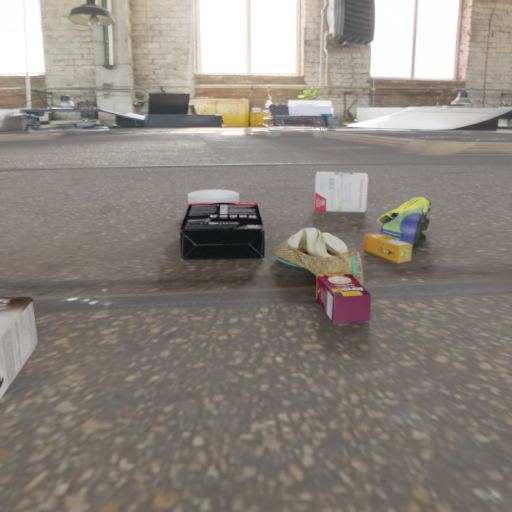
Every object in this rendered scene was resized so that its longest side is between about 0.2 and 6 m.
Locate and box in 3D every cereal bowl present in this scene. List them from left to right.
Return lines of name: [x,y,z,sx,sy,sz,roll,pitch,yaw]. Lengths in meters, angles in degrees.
cereal bowl: [-1.147,-1.402,15.098,1.368,0.570,1.368,0,17,0]

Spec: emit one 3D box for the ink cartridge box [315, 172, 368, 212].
ink cartridge box: [2.343,-1.774,15.526,1.409,1.040,0.603,3,18,6]

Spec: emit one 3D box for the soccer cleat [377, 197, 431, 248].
soccer cleat: [3.339,-0.862,12.713,1.100,0.851,2.631,12,20,13]

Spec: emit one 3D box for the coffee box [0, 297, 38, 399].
coffee box: [-3.306,1.104,6.475,1.006,0.710,1.780,-1,17,-5]

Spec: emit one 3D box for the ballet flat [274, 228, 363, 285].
ballet flat: [1.131,-0.070,10.205,0.878,0.813,2.492,-5,17,-30]

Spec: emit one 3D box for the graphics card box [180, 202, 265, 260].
graphics card box: [-0.717,-0.601,12.203,1.707,0.692,2.721,0,15,-4]

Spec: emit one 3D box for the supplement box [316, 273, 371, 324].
supplement box: [1.308,0.629,8.522,0.570,0.442,1.032,-2,17,-8]

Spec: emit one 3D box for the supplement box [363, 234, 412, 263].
supplement box: [2.656,-0.168,11.351,0.371,0.359,1.078,-6,18,-27]
